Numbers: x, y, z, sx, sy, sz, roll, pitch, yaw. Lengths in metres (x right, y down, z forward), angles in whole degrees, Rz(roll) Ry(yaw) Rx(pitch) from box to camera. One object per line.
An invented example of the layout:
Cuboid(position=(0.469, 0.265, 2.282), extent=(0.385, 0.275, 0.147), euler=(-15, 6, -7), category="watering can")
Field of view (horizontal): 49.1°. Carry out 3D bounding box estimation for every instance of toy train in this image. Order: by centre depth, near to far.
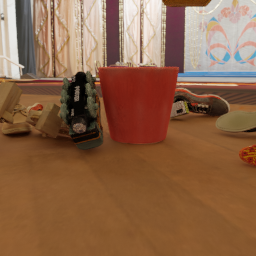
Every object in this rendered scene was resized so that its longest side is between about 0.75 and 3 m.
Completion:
Cuboid(position=(-1.293, -0.582, 8.201), extent=(1.087, 1.453, 2.551), euler=(-15, 42, 4), category="toy train")

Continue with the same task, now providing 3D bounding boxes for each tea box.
Cuboid(position=(2.220, -0.820, 12.676), extent=(0.843, 0.563, 0.829), euler=(-16, -7, 25), category="tea box")

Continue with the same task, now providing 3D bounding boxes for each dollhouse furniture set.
Cuboid(position=(-3.296, 0.262, 8.525), extent=(2.606, 2.233, 2.741), euler=(8, -20, 33), category="dollhouse furniture set")

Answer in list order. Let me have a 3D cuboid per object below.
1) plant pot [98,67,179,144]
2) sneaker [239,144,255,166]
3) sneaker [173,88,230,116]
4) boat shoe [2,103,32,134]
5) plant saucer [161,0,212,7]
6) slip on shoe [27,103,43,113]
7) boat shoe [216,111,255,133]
Cuboid(position=(0.346, -0.810, 9.122), extent=(2.630, 2.327, 2.630), euler=(-1, 12, 0), category="plant pot")
Cuboid(position=(3.333, 0.681, 6.830), extent=(1.469, 0.536, 0.567), euler=(1, -10, -14), category="sneaker")
Cuboid(position=(3.390, -1.006, 13.497), extent=(2.885, 1.112, 1.181), euler=(15, 39, 12), category="sneaker")
Cuboid(position=(-4.224, -0.392, 10.549), extent=(1.020, 0.923, 2.861), euler=(-5, 13, -24), category="boat shoe")
Cuboid(position=(2.205, -4.799, 10.489), extent=(1.959, 0.475, 1.959), euler=(8, 23, 16), category="plant saucer")
Cuboid(position=(-4.422, -0.800, 13.542), extent=(0.548, 0.663, 1.791), euler=(24, 9, -6), category="slip on shoe")
Cuboid(position=(4.193, -0.187, 9.573), extent=(2.220, 0.830, 0.736), euler=(-16, -35, 26), category="boat shoe")
